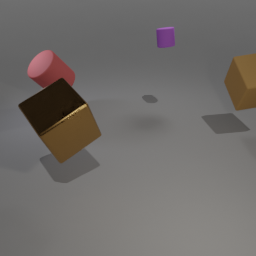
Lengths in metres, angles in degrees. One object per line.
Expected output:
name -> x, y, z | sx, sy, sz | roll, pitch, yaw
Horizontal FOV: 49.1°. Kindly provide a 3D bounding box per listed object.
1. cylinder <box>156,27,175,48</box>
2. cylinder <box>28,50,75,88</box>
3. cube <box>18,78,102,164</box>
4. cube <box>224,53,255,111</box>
cylinder -> 1.488, -3.579, 11.066 | 0.700, 0.700, 0.700 | -6, 23, 3
cylinder -> -3.175, -2.264, 11.695 | 1.400, 1.400, 1.400 | -15, 57, 24
cube -> -1.793, -0.197, 7.555 | 1.400, 1.400, 1.400 | -36, 55, -14
cube -> 4.439, -1.643, 9.898 | 1.400, 1.400, 1.400 | -9, 61, -2
